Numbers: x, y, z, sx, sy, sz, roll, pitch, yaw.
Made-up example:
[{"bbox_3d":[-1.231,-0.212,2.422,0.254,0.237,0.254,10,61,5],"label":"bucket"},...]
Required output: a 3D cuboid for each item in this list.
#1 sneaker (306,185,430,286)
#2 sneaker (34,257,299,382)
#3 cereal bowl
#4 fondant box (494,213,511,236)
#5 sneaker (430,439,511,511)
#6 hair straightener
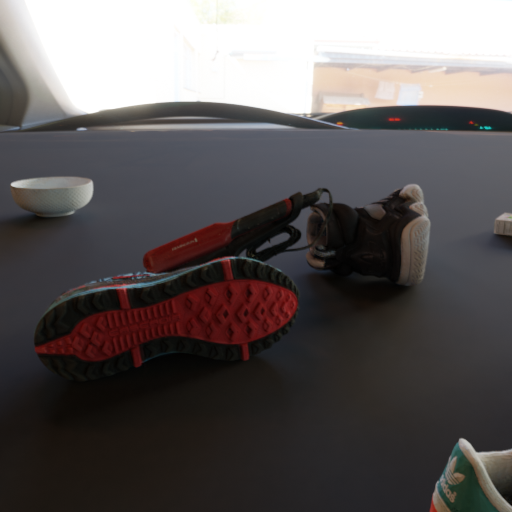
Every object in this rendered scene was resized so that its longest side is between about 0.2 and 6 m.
[{"bbox_3d":[1.814,-0.512,9.388,1.872,1.242,3.290,5,19,10],"label":"sneaker"},{"bbox_3d":[-0.938,0.484,6.232,2.833,1.123,1.353,-4,15,-17],"label":"sneaker"},{"bbox_3d":[-4.834,-1.385,13.359,1.850,0.771,1.850,0,15,0],"label":"cereal bowl"},{"bbox_3d":[5.541,-0.601,11.442,1.105,0.322,0.797,12,20,34],"label":"fondant box"},{"bbox_3d":[2.106,1.389,2.934,2.489,1.164,0.876,-1,16,-3],"label":"sneaker"},{"bbox_3d":[-0.136,-0.168,8.081,2.850,1.097,0.583,-28,45,-6],"label":"hair straightener"}]
